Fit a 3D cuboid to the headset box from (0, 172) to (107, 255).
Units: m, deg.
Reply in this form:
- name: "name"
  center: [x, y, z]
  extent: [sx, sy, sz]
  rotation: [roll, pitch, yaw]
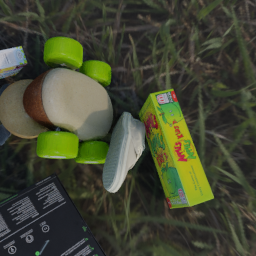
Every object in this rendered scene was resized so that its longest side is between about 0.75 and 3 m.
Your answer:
- name: "headset box"
  center: [-1.848, 2.782, 5.423]
  extent: [2.469, 1.315, 2.835]
  rotation: [-28, 75, -34]

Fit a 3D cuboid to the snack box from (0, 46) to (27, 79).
- name: "snack box"
  center: [-3.172, -1.432, 6.643]
  extent: [1.177, 1.656, 0.439]
  rotation: [-22, 101, -29]

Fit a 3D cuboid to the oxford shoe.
- name: "oxford shoe"
  center: [-0.003, 0.455, 6.208]
  extent: [0.756, 2.619, 0.985]
  rotation: [30, 116, -10]

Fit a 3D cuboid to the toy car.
- name: "toy car"
  center: [-2.087, -0.406, 6.785]
  extent: [2.974, 2.346, 2.443]
  rotation: [-5, 76, 26]

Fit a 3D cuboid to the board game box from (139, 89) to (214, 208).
- name: "board game box"
  center: [1.015, 0.527, 6.548]
  extent: [0.602, 1.283, 2.527]
  rotation: [-14, 75, -14]
